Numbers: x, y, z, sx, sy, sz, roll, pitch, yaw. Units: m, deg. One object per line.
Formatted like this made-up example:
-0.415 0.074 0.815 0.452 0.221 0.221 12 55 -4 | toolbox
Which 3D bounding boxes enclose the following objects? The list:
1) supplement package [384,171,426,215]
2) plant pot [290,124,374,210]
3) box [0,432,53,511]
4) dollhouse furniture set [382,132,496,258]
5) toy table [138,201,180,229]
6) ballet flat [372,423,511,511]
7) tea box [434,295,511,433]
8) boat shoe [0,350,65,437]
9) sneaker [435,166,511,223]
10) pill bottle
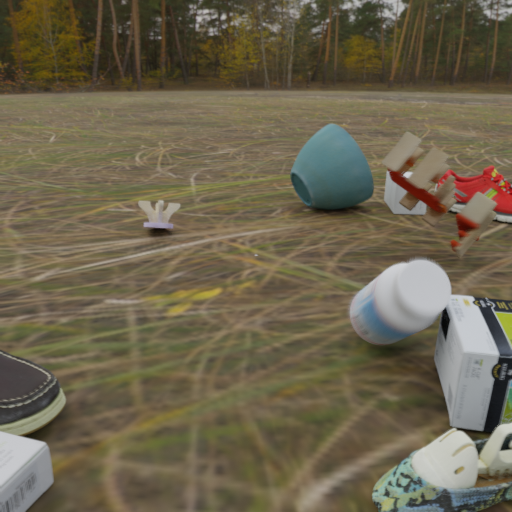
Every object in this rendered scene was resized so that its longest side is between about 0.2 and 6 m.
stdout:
3.083 -1.311 11.564 0.664 0.662 1.132 1 21 2 | supplement package
1.383 -1.623 11.333 1.163 1.727 1.727 -30 27 -10 | plant pot
-2.884 1.670 3.756 2.354 0.428 1.699 5 20 17 | box
2.764 -0.859 8.786 1.722 0.897 1.741 41 2 28 | dollhouse furniture set
-1.721 -0.722 9.948 0.727 0.463 0.791 3 1 -27 | toy table
1.628 1.487 4.073 1.656 0.615 0.615 -6 21 -14 | ballet flat
2.326 0.972 5.101 1.161 0.789 1.181 5 21 10 | tea box
-2.931 0.987 5.018 2.579 0.836 0.944 6 21 15 | boat shoe
4.642 -1.240 10.890 2.320 0.985 0.894 12 23 30 | sneaker
1.457 0.482 5.711 0.685 0.685 1.261 -4 -17 -10 | pill bottle
